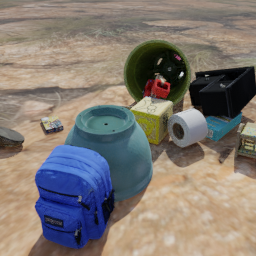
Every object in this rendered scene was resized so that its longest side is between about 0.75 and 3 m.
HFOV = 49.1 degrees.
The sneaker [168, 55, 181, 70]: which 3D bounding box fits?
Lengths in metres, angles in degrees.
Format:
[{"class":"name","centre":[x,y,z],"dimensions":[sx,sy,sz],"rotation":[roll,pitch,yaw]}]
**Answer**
[{"class":"sneaker","centre":[2.638,-3.667,15.378],"dimensions":[1.006,1.215,2.546],"rotation":[4,34,3]}]

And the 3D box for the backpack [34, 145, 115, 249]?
[{"class":"backpack","centre":[-1.181,1.510,6.287],"dimensions":[1.635,2.012,1.688],"rotation":[8,33,10]}]

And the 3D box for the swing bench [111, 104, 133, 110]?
[{"class":"swing bench","centre":[-0.167,-0.487,10.749],"dimensions":[1.072,0.699,1.078],"rotation":[6,32,10]}]

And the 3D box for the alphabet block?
[{"class":"alphabet block","centre":[0.841,-0.298,9.954],"dimensions":[1.167,1.173,1.195],"rotation":[14,34,29]}]

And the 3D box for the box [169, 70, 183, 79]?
[{"class":"box","centre":[2.529,-2.480,14.069],"dimensions":[1.082,0.548,0.609],"rotation":[10,34,16]}]

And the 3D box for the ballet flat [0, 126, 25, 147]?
[{"class":"ballet flat","centre":[-4.835,0.231,9.786],"dimensions":[2.732,0.633,0.920],"rotation":[15,9,13]}]

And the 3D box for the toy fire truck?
[{"class":"toy fire truck","centre":[1.073,-1.514,11.185],"dimensions":[0.565,1.635,2.318],"rotation":[18,37,-7]}]

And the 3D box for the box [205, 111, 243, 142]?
[{"class":"box","centre":[3.475,-0.205,10.499],"dimensions":[0.793,0.474,1.927],"rotation":[27,41,36]}]

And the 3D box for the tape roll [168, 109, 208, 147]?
[{"class":"tape roll","centre":[2.005,-0.002,9.536],"dimensions":[0.797,1.161,1.161],"rotation":[-19,37,-26]}]

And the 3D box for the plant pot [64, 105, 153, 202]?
[{"class":"plant pot","centre":[-0.623,0.475,8.113],"dimensions":[2.774,1.858,2.774],"rotation":[0,31,0]}]

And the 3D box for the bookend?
[{"class":"bookend","centre":[3.349,-1.417,11.092],"dimensions":[2.577,1.187,2.561],"rotation":[3,28,43]}]

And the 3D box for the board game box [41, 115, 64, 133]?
[{"class":"board game box","centre":[-2.908,-0.159,10.716],"dimensions":[0.649,0.166,0.959],"rotation":[-15,34,-22]}]

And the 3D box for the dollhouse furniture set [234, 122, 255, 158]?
[{"class":"dollhouse furniture set","centre":[4.648,0.302,8.966],"dimensions":[1.902,1.057,1.682],"rotation":[14,34,30]}]

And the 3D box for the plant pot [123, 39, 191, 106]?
[{"class":"plant pot","centre":[1.583,-2.506,12.551],"dimensions":[2.840,2.840,2.697],"rotation":[11,21,17]}]
